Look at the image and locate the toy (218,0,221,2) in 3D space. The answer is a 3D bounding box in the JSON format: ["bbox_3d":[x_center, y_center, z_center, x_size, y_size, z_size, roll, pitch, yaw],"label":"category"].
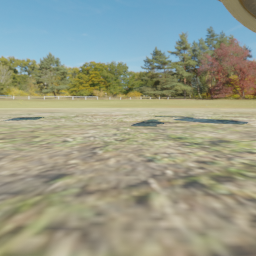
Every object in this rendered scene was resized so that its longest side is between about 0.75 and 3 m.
[{"bbox_3d":[2.325,-3.925,7.557,1.843,0.435,1.061,32,6,0],"label":"toy"}]

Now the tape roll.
[{"bbox_3d":[3.002,-2.879,5.736,2.419,0.846,2.419,40,3,-2],"label":"tape roll"}]
